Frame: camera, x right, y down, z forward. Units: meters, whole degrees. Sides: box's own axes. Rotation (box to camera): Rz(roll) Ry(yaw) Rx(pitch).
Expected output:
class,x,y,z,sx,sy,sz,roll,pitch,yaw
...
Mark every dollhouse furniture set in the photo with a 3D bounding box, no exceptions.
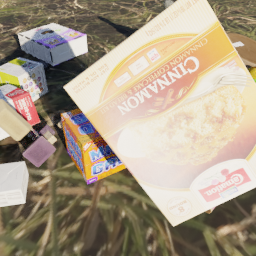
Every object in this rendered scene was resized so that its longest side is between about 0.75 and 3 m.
class,x,y,z,sx,sy,sz,roll,pitch,yaw
dollhouse furniture set,-2.747,-0.277,7.698,1.536,1.939,1.376,-46,36,-11

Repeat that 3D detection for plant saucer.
class,x,y,z,sx,sy,sz,roll,pitch,yaw
plant saucer,5.041,-3.226,11.958,2.732,0.402,2.732,10,47,-12

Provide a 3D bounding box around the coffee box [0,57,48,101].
class,x,y,z,sx,sy,sz,roll,pitch,yaw
coffee box,-3.785,-1.683,10.051,1.177,1.175,1.164,20,43,23

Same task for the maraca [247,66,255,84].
class,x,y,z,sx,sy,sz,roll,pitch,yaw
maraca,4.777,-1.907,10.558,1.698,0.908,1.164,15,24,17

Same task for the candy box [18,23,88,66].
class,x,y,z,sx,sy,sz,roll,pitch,yaw
candy box,-3.512,-4.002,13.167,2.488,0.890,2.087,29,47,30

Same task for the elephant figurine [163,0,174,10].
class,x,y,z,sx,sy,sz,roll,pitch,yaw
elephant figurine,2.470,-3.596,11.260,2.049,2.641,1.869,-3,39,-4

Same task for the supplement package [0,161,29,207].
class,x,y,z,sx,sy,sz,roll,pitch,yaw
supplement package,-2.871,1.353,6.806,0.726,0.517,0.932,-6,38,-9

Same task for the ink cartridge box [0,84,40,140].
class,x,y,z,sx,sy,sz,roll,pitch,yaw
ink cartridge box,-4.173,-0.295,8.172,2.465,1.032,1.779,-31,34,-32

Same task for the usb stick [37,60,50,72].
class,x,y,z,sx,sy,sz,roll,pitch,yaw
usb stick,-4.402,-2.200,11.323,2.459,0.401,0.682,-27,46,-30

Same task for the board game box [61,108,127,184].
class,x,y,z,sx,sy,sz,roll,pitch,yaw
board game box,-0.782,0.322,7.392,1.389,1.389,1.390,-20,43,-24

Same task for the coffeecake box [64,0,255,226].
class,x,y,z,sx,sy,sz,roll,pitch,yaw
coffeecake box,0.851,-0.203,4.492,2.248,2.928,1.070,-33,14,17

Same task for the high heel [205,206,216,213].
class,x,y,z,sx,sy,sz,roll,pitch,yaw
high heel,1.435,0.770,7.103,1.321,0.927,2.753,-37,56,-24
